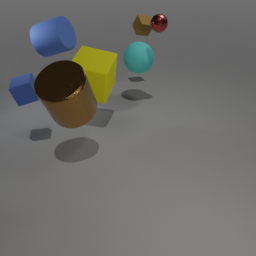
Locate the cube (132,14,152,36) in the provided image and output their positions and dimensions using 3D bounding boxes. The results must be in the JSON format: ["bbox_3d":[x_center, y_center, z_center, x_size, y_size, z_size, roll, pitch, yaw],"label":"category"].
[{"bbox_3d":[0.736,-5.058,13.801,0.700,0.700,0.700,-5,61,-29],"label":"cube"}]

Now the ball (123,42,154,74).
[{"bbox_3d":[0.488,-3.190,12.734,1.400,1.400,1.400,0,29,0],"label":"ball"}]

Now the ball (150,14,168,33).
[{"bbox_3d":[1.220,-4.115,11.019,0.700,0.700,0.700,0,29,0],"label":"ball"}]

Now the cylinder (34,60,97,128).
[{"bbox_3d":[-1.688,-0.912,7.839,1.400,1.400,1.400,-4,61,7],"label":"cylinder"}]

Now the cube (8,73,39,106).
[{"bbox_3d":[-3.326,-1.250,9.054,0.700,0.700,0.700,-17,40,1],"label":"cube"}]

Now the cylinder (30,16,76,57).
[{"bbox_3d":[-3.175,-3.888,11.982,1.400,1.400,1.400,-8,25,23],"label":"cylinder"}]

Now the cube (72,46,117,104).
[{"bbox_3d":[-1.285,-1.981,10.436,1.400,1.400,1.400,14,47,5],"label":"cube"}]
